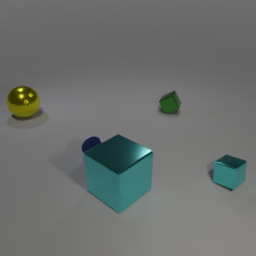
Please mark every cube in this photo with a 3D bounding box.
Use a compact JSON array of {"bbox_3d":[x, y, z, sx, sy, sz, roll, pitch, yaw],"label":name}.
[{"bbox_3d":[-0.257,1.247,8.053,1.400,1.400,1.400,25,38,36],"label":"cube"},{"bbox_3d":[1.922,-1.163,12.714,0.700,0.700,0.700,-22,19,29],"label":"cube"},{"bbox_3d":[3.082,1.313,8.474,0.700,0.700,0.700,-20,26,-38],"label":"cube"}]

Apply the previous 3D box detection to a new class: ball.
[{"bbox_3d":[-4.555,-1.144,12.223,1.400,1.400,1.400,0,30,0],"label":"ball"}]

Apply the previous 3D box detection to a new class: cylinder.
[{"bbox_3d":[-1.079,0.745,9.306,0.700,0.700,0.700,-12,52,16],"label":"cylinder"}]
